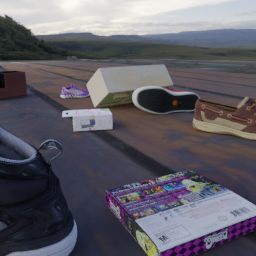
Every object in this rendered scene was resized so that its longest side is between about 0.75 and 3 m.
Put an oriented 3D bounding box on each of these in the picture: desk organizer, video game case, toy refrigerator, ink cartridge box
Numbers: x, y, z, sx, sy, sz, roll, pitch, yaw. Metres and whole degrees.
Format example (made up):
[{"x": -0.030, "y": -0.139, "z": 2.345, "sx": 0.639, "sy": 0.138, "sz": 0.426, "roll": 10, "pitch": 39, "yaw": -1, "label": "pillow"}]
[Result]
[{"x": -5.486, "y": -1.659, "z": 11.163, "sx": 0.971, "sy": 1.042, "sz": 2.707, "roll": 14, "pitch": 22, "yaw": 41, "label": "desk organizer"}, {"x": 0.641, "y": 0.990, "z": 3.485, "sx": 1.464, "sy": 0.262, "sz": 1.327, "roll": -8, "pitch": 18, "yaw": -26, "label": "video game case"}, {"x": 0.142, "y": -1.535, "z": 10.237, "sx": 2.984, "sy": 1.044, "sz": 1.133, "roll": -12, "pitch": -15, "yaw": -36, "label": "toy refrigerator"}, {"x": -1.069, "y": -0.215, "z": 7.331, "sx": 1.251, "sy": 0.421, "sz": 0.733, "roll": -3, "pitch": 17, "yaw": -10, "label": "ink cartridge box"}]

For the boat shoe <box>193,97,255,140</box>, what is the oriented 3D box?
[{"x": 2.823, "y": -0.291, "z": 6.729, "sx": 2.506, "sy": 0.902, "sz": 0.904, "roll": 10, "pitch": 19, "yaw": 29, "label": "boat shoe"}]

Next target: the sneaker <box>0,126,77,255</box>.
[{"x": -1.744, "y": 0.660, "z": 2.582, "sx": 2.459, "sy": 1.399, "sz": 0.928, "roll": -3, "pitch": 17, "yaw": -11, "label": "sneaker"}]

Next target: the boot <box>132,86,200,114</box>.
[{"x": 0.993, "y": -1.023, "z": 9.487, "sx": 2.325, "sy": 0.842, "sz": 1.678, "roll": 2, "pitch": 14, "yaw": -25, "label": "boot"}]

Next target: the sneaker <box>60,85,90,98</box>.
[{"x": -2.193, "y": -1.538, "z": 11.665, "sx": 1.233, "sy": 0.545, "sz": 0.496, "roll": -4, "pitch": 15, "yaw": -18, "label": "sneaker"}]
